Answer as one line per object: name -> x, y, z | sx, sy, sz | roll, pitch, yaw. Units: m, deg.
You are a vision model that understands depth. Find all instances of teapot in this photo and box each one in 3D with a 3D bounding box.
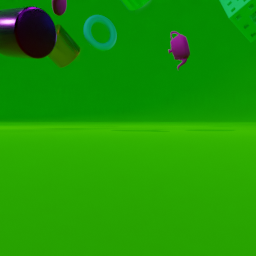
teapot -> 2.062, -3.169, 11.392 | 0.816, 1.666, 1.036 | -15, -7, 11

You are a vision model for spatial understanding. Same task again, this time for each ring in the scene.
ring -> -1.115, -3.851, 11.350 | 1.441, 1.441, 0.288 | -1, -3, -31

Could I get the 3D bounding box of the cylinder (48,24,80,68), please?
cylinder -> -2.680, -3.186, 10.940 | 1.185, 1.185, 1.185 | 1, -34, 41

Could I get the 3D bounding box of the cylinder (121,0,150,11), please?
cylinder -> 0.074, -3.315, 6.245 | 0.934, 0.934, 0.934 | 1, -28, 43

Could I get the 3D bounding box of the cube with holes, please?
cube with holes -> 3.870, -3.779, 8.715 | 1.255, 1.255, 1.255 | 30, -50, -30

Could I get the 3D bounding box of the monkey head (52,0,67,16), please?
monkey head -> -1.596, -3.587, 6.149 | 1.377, 1.915, 1.154 | -34, 64, -28

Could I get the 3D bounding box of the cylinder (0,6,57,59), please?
cylinder -> -2.898, -2.602, 7.721 | 1.313, 1.313, 1.313 | 12, 8, 34
